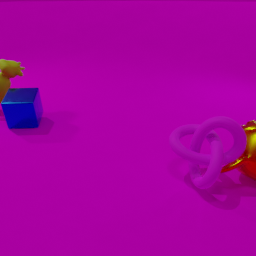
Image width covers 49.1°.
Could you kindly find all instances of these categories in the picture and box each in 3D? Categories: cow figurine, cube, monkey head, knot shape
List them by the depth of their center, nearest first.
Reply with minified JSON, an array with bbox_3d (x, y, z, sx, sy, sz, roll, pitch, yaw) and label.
[{"bbox_3d":[2.600,0.395,5.008,1.954,1.177,1.406,1,-12,-4],"label":"monkey head"},{"bbox_3d":[1.330,0.326,5.093,1.244,1.329,0.614,35,5,38],"label":"knot shape"},{"bbox_3d":[-2.764,-0.531,7.411,0.795,0.795,0.795,-2,38,-4],"label":"cube"},{"bbox_3d":[-3.594,-1.337,8.125,1.265,1.285,0.705,-28,60,-28],"label":"cow figurine"}]
